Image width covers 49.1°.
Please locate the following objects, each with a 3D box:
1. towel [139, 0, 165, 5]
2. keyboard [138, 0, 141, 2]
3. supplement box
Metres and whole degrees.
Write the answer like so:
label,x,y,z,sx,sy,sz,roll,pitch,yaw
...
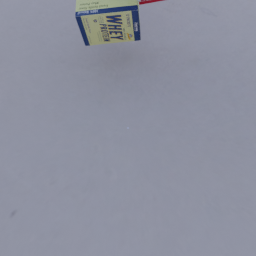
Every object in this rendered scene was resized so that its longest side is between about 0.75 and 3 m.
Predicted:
label,x,y,z,sx,sy,sz,roll,pitch,yaw
towel,0.564,-4.647,7.705,1.800,2.490,0.280,-7,55,6
keyboard,-0.305,-4.098,6.671,0.122,0.643,2.285,-35,87,-15
supplement box,-0.503,-3.316,7.694,1.626,1.091,1.624,-5,65,5
